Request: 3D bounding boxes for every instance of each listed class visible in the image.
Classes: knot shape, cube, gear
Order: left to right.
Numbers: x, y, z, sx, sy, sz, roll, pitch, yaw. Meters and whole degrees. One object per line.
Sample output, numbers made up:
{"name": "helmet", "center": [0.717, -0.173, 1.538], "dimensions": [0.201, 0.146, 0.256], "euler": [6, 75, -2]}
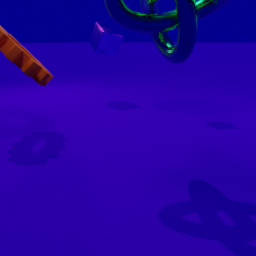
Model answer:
{"name": "gear", "center": [-2.771, -1.877, 7.107], "dimensions": [0.362, 1.959, 1.959], "euler": [-46, 26, 0]}
{"name": "cube", "center": [-0.871, -3.492, 11.050], "dimensions": [0.911, 0.911, 0.911], "euler": [2, 40, -32]}
{"name": "knot shape", "center": [0.744, -1.993, 4.434], "dimensions": [1.867, 1.995, 0.922], "euler": [-4, 53, 42]}
